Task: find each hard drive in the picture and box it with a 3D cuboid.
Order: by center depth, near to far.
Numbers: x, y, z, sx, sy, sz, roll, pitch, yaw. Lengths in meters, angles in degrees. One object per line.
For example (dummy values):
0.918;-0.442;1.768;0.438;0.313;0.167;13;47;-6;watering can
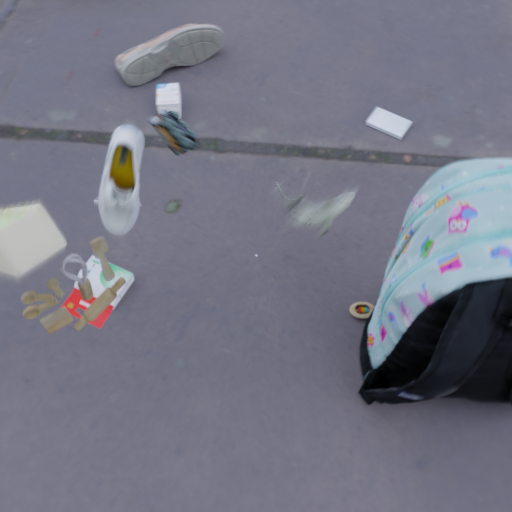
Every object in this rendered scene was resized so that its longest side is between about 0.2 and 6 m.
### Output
3.297;-3.296;13.920;0.956;0.128;0.631;29;63;16;hard drive

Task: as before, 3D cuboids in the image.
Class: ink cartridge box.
-3.236;0.708;11.338;1.017;0.317;1.264;23;59;14;ink cartridge box
-2.184;-3.816;14.002;0.545;0.531;0.848;-3;58;-2;ink cartridge box

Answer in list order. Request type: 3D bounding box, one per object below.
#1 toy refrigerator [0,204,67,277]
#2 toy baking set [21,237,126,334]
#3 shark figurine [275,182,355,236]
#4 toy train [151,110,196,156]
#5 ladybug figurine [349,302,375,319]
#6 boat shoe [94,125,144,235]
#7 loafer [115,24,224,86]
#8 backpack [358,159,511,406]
-3.603;-0.272;8.197;0.802;0.739;2.113;-39;23;-27;toy refrigerator
-2.776;0.565;8.814;1.932;1.483;0.225;-42;61;7;toy baking set
0.946;-0.909;10.371;1.627;0.972;0.679;-2;43;-34;shark figurine
-1.305;-1.939;8.838;0.444;0.779;0.332;-22;36;33;toy train
2.120;1.104;11.145;0.531;0.191;0.360;2;58;1;ladybug figurine
-2.245;-1.079;9.283;0.746;2.020;0.861;13;32;-11;boat shoe
-2.326;-5.508;14.816;2.955;1.062;0.929;-28;55;-13;loafer
3.509;0.675;8.901;3.699;4.432;2.806;-3;57;-1;backpack
